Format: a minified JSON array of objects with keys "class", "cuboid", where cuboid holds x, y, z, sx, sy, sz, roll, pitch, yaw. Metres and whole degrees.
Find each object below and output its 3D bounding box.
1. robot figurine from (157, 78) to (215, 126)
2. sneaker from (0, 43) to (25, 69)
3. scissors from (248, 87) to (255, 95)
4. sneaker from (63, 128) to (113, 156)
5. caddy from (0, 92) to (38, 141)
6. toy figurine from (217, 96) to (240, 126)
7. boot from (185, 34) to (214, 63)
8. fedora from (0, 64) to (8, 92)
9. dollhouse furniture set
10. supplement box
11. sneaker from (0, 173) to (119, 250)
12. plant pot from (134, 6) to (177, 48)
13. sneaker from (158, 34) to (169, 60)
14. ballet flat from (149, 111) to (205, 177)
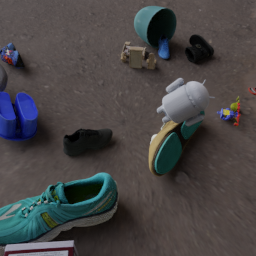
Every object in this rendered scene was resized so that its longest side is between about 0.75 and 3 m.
[{"class":"robot figurine","cuboid":[1.042,-0.467,5.130,1.026,0.870,0.579,-29,4,27]},{"class":"sneaker","cuboid":[-4.415,-2.633,10.595,0.665,0.638,1.694,-29,44,-16]},{"class":"scissors","cuboid":[4.420,-1.046,9.399,0.379,0.072,1.035,-7,48,-10]},{"class":"sneaker","cuboid":[-1.097,0.281,7.723,1.455,0.660,0.553,-20,48,-19]},{"class":"caddy","cuboid":[-3.299,-0.315,8.172,1.185,0.880,1.676,-1,41,-34]},{"class":"toy figurine","cuboid":[3.072,-0.542,8.614,0.621,0.547,1.037,6,46,13]},{"class":"boot","cuboid":[2.610,-3.183,11.091,1.035,0.521,1.384,-21,51,-19]},{"class":"fedora","cuboid":[-4.881,-1.300,8.946,2.288,1.033,2.024,34,57,18]},{"class":"dollhouse furniture set","cuboid":[0.466,-3.093,10.825,1.383,0.792,1.621,6,47,5]},{"class":"supplement box","cuboid":[-1.593,3.311,4.776,1.341,0.750,2.464,-2,46,-3]},{"class":"sneaker","cuboid":[-1.643,1.644,6.072,2.959,1.178,1.147,-16,48,-14]},{"class":"plant pot","cuboid":[0.987,-4.226,11.460,1.557,1.557,1.250,-28,46,-24]},{"class":"sneaker","cuboid":[1.432,-3.246,11.154,0.412,0.490,1.251,1,54,-4]},{"class":"ballet flat","cuboid":[1.187,0.274,7.746,0.891,0.970,2.827,3,36,43]}]
